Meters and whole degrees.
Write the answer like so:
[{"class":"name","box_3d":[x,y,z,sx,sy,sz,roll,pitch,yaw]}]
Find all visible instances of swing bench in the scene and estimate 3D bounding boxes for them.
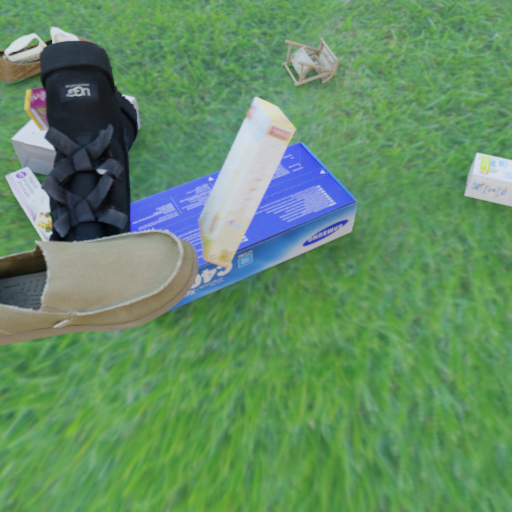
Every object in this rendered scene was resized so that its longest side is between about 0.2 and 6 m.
[{"class":"swing bench","box_3d":[1.345,-4.858,14.024,1.079,0.700,1.074,-9,50,-14]}]

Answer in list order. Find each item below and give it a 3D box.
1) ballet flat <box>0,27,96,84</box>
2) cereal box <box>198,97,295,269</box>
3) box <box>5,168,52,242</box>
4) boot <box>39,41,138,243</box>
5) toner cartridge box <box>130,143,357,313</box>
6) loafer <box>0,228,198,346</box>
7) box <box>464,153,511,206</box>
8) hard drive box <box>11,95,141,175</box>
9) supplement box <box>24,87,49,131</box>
[{"class":"ballet flat","box_3d":[-5.290,-5.156,14.043,2.696,0.975,0.914,-23,62,-19]},{"class":"cereal box","box_3d":[-0.171,-0.913,6.717,0.357,1.808,1.301,21,21,-17]},{"class":"box","box_3d":[-4.035,-0.750,10.669,0.492,0.527,2.542,-28,55,-22]},{"class":"boot","box_3d":[-2.106,-0.982,7.439,1.165,3.148,2.579,-7,83,-8]},{"class":"toner cartridge box","box_3d":[-0.442,-0.596,10.282,4.161,0.898,1.976,-23,55,-17]},{"class":"loafer","box_3d":[-1.769,0.280,5.516,2.425,0.818,0.922,-17,62,-4]},{"class":"box","box_3d":[4.909,-1.496,11.221,1.218,0.617,0.685,16,53,13]},{"class":"hard drive box","box_3d":[-3.782,-2.651,12.037,1.718,0.847,2.204,17,52,14]},{"class":"supplement box","box_3d":[-3.740,-2.823,10.574,0.999,0.654,0.515,-8,62,3]}]
